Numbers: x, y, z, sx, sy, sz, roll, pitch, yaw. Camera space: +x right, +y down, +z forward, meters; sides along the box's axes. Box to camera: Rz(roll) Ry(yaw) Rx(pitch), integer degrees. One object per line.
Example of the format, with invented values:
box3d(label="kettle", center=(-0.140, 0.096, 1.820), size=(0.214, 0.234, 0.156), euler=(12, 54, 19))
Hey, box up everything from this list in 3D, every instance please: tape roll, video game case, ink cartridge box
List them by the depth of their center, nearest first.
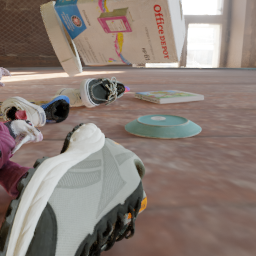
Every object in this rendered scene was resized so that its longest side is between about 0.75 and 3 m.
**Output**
box3d(label="ink cartridge box", center=(-0.069, -2.403, 6.279), size=(2.476, 1.790, 1.048), euler=(2, 59, 20))
box3d(label="tape roll", center=(-1.599, -2.153, 6.885), size=(0.330, 1.807, 1.807), euler=(-20, 15, 0))
box3d(label="video game case", center=(1.710, -1.361, 11.954), size=(2.223, 0.245, 2.023), euler=(-8, 16, -27))

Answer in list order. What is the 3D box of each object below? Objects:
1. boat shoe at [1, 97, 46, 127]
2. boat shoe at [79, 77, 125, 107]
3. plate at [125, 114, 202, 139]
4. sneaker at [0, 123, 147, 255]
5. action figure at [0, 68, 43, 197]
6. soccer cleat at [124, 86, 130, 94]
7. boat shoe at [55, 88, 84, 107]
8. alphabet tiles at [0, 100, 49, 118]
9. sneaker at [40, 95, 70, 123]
box3d(label="boat shoe", center=(-2.988, -0.382, 7.458), size=(1.970, 0.709, 0.647), euler=(21, 23, 38))
box3d(label="boat shoe", center=(-0.823, -1.366, 10.437), size=(0.970, 1.049, 2.840), euler=(-9, 2, 19))
box3d(label="plate", center=(0.885, -0.110, 7.179), size=(1.950, 0.249, 1.950), euler=(-1, 15, 0))
box3d(label="sneaker", center=(-0.353, 0.740, 2.534), size=(1.077, 1.004, 2.718), euler=(24, 22, 0))
box3d(label="action figure", center=(-1.930, 0.479, 3.285), size=(2.109, 1.897, 2.833), euler=(-22, 12, 11))
box3d(label="soccer cleat", center=(-0.839, -1.985, 13.455), size=(1.830, 0.700, 0.610), euler=(0, 15, 2))
box3d(label="boat shoe", center=(-1.863, -1.093, 10.180), size=(0.649, 0.710, 1.974), euler=(1, 6, 23))
box3d(label="alphabet tiles", center=(-3.856, -0.703, 9.762), size=(2.413, 0.092, 2.900), euler=(-7, 16, -24))
box3d(label="sneaker", center=(-1.955, -0.584, 8.157), size=(0.915, 0.631, 1.644), euler=(0, 17, 24))
